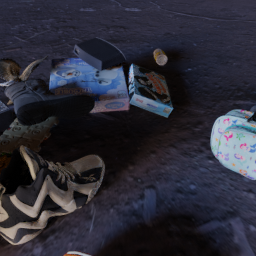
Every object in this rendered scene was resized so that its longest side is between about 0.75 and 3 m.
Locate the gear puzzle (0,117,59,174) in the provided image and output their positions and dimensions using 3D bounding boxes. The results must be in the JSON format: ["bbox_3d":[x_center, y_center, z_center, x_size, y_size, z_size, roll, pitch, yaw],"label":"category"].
[{"bbox_3d":[-3.232,0.462,8.592,1.464,0.370,2.826,9,40,9],"label":"gear puzzle"}]

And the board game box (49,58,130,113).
[{"bbox_3d":[-1.556,-1.760,10.974,2.885,0.626,2.871,-5,48,-7],"label":"board game box"}]

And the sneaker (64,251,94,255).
[{"bbox_3d":[-0.345,2.962,4.625,2.499,0.912,0.964,25,46,32],"label":"sneaker"}]

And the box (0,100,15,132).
[{"bbox_3d":[-4.598,-0.359,9.349,1.161,0.716,1.152,-29,43,-32],"label":"box"}]

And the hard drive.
[{"bbox_3d":[-1.208,-3.117,11.560,1.417,0.445,2.101,-29,49,-26],"label":"hard drive"}]

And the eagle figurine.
[{"bbox_3d":[-4.130,-1.985,10.845,1.688,2.225,1.679,14,-21,-39],"label":"eagle figurine"}]

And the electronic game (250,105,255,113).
[{"bbox_3d":[5.273,-0.114,9.151,2.574,0.536,2.574,2,37,-1],"label":"electronic game"}]

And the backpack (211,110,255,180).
[{"bbox_3d":[3.153,0.393,7.575,1.376,1.622,1.827,-23,37,-35],"label":"backpack"}]

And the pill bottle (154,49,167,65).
[{"bbox_3d":[1.594,-3.560,13.929,0.555,0.555,0.971,-4,36,-5],"label":"pill bottle"}]

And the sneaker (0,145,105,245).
[{"bbox_3d":[-1.711,1.024,6.412,2.953,1.922,1.179,-28,45,-33],"label":"sneaker"}]

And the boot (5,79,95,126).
[{"bbox_3d":[-2.563,-1.078,9.310,2.638,0.921,1.737,-9,45,-31],"label":"boot"}]

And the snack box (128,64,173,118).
[{"bbox_3d":[0.796,-1.499,10.684,1.505,0.481,2.591,19,33,-15],"label":"snack box"}]
